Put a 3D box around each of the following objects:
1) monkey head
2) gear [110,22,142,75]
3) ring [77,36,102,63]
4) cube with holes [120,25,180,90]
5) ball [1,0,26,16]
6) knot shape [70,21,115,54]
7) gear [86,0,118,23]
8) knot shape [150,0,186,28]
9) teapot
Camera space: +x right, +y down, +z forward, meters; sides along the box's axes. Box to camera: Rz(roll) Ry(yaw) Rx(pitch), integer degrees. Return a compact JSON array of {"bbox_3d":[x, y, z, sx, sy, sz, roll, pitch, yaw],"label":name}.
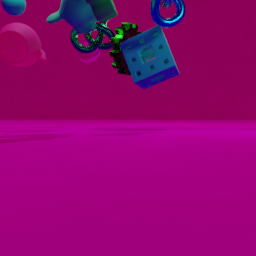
[{"bbox_3d":[-1.337,-3.441,7.725,1.435,1.994,1.202,49,5,37],"label":"monkey head"},{"bbox_3d":[-0.002,-2.624,9.375,0.310,1.677,1.677,14,8,29],"label":"gear"},{"bbox_3d":[-1.677,-3.410,12.202,1.240,1.240,0.248,1,-14,28],"label":"ring"},{"bbox_3d":[0.625,-1.860,7.625,1.127,1.127,1.127,-21,-7,15],"label":"cube with holes"},{"bbox_3d":[-3.747,-4.083,9.192,0.749,0.749,0.749,0,2,0],"label":"ball"},{"bbox_3d":[-1.388,-3.557,10.714,1.672,1.787,0.826,-27,43,-4],"label":"knot shape"},{"bbox_3d":[-0.753,-2.898,4.970,0.360,1.948,1.948,-22,-2,8],"label":"gear"},{"bbox_3d":[0.827,-2.867,6.178,0.623,1.261,1.348,-6,21,32],"label":"knot shape"},{"bbox_3d":[-3.143,-2.334,8.087,2.017,1.254,0.987,22,23,-6],"label":"teapot"}]
